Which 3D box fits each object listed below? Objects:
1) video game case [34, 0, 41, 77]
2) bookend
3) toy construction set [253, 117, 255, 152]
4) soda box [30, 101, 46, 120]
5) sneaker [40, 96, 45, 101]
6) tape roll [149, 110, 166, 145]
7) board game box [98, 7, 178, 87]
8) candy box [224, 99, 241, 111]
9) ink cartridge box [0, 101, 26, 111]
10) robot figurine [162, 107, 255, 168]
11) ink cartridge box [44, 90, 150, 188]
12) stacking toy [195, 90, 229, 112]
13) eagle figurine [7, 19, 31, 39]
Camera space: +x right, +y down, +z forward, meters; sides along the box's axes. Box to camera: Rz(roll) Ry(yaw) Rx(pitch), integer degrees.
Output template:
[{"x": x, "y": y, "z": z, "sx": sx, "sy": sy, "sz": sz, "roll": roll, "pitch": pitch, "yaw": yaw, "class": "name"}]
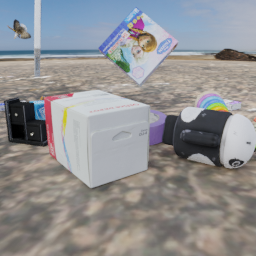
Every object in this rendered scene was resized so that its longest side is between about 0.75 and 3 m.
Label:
[{"x": -3.809, "y": -3.733, "z": 11.829, "sx": 0.280, "sy": 2.401, "sz": 2.183, "roll": 0, "pitch": -20, "yaw": -18, "class": "video game case"}, {"x": -3.275, "y": -0.215, "z": 9.361, "sx": 1.430, "sy": 1.421, "sz": 0.659, "roll": 7, "pitch": 18, "yaw": 17, "class": "bookend"}, {"x": 3.867, "y": 0.443, "z": 7.592, "sx": 0.748, "sy": 1.065, "sz": 1.624, "roll": -27, "pitch": 62, "yaw": -8, "class": "toy construction set"}, {"x": -3.115, "y": -0.827, "z": 12.394, "sx": 2.327, "sy": 0.747, "sz": 0.789, "roll": -6, "pitch": 18, "yaw": -16, "class": "soda box"}, {"x": -3.865, "y": -1.257, "z": 14.284, "sx": 1.429, "sy": 0.538, "sz": 0.630, "roll": 23, "pitch": 20, "yaw": 32, "class": "sneaker"}, {"x": 0.537, "y": -0.056, "z": 9.762, "sx": 1.623, "sy": 0.690, "sz": 1.623, "roll": -2, "pitch": 24, "yaw": 1, "class": "tape roll"}, {"x": 0.493, "y": -3.967, "z": 13.712, "sx": 2.799, "sy": 2.805, "sz": 0.577, "roll": 42, "pitch": 0, "yaw": 8, "class": "board game box"}, {"x": 5.065, "y": -1.170, "z": 14.142, "sx": 0.795, "sy": 0.339, "sz": 0.947, "roll": -13, "pitch": 22, "yaw": -35, "class": "candy box"}, {"x": -5.761, "y": -1.116, "z": 14.058, "sx": 1.314, "sy": 0.291, "sz": 0.618, "roll": -11, "pitch": 19, "yaw": -29, "class": "ink cartridge box"}, {"x": 2.202, "y": 0.259, "z": 7.764, "sx": 2.454, "sy": 1.531, "sz": 1.844, "roll": 11, "pitch": 43, "yaw": 32, "class": "robot figurine"}, {"x": -0.876, "y": 0.122, "z": 7.579, "sx": 1.834, "sy": 1.826, "sz": 2.525, "roll": -12, "pitch": 21, "yaw": -34, "class": "ink cartridge box"}, {"x": 3.511, "y": -0.489, "z": 11.002, "sx": 1.242, "sy": 1.242, "sz": 2.909, "roll": 0, "pitch": 25, "yaw": 0, "class": "stacking toy"}, {"x": -4.055, "y": -3.634, "z": 10.502, "sx": 0.721, "sy": 0.717, "sz": 0.950, "roll": -4, "pitch": 8, "yaw": -36, "class": "eagle figurine"}]
